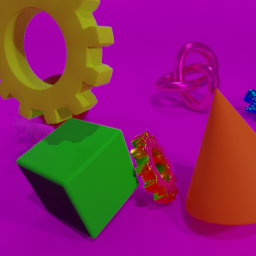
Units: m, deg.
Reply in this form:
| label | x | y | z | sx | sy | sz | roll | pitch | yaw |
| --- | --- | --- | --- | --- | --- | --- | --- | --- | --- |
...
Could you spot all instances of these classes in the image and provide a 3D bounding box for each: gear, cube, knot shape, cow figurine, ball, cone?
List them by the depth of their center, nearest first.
| label | x | y | z | sx | sy | sz | roll | pitch | yaw |
| --- | --- | --- | --- | --- | --- | --- | --- | --- | --- |
| gear | -1.045 | -0.965 | 3.454 | 1.789 | 1.789 | 0.331 | 12 | 21 | 22 |
| cube | -0.686 | 0.668 | 4.126 | 1.107 | 1.107 | 1.107 | 13 | 44 | 38 |
| cone | 1.490 | 0.241 | 4.139 | 1.676 | 1.682 | 1.676 | -14 | 6 | 1 |
| gear | 0.450 | 0.636 | 4.599 | 0.217 | 1.173 | 1.173 | -27 | 20 | 20 |
| cow figurine | -2.042 | 0.073 | 5.906 | 0.945 | 0.527 | 0.960 | 19 | 8 | -10 |
| ball | -1.582 | -0.618 | 6.740 | 1.354 | 1.354 | 1.354 | 0 | 27 | 0 |
| cow figurine | 3.537 | -0.622 | 7.437 | 1.045 | 0.583 | 1.062 | -16 | 48 | -46 |
| knot shape | 1.656 | -1.430 | 8.077 | 1.893 | 0.935 | 2.022 | -9 | 63 | 22 |
